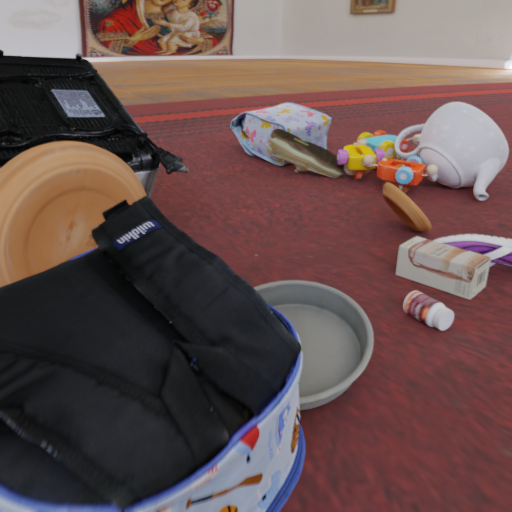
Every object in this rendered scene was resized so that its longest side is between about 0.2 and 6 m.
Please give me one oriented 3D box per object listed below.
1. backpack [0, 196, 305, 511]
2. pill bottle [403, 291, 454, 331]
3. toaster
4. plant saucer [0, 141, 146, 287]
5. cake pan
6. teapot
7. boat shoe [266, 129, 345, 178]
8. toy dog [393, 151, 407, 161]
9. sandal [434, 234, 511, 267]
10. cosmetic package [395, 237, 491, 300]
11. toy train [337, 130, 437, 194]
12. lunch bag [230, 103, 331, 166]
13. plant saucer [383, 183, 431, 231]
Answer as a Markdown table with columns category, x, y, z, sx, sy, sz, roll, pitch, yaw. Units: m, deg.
| category | x | y | z | sx | sy | sz | roll | pitch | yaw |
| --- | --- | --- | --- | --- | --- | --- | --- | --- | --- |
| backpack | -0.949 | 1.046 | 3.770 | 2.483 | 2.008 | 2.607 | 14 | 38 | 40 |
| pill bottle | 2.058 | 0.658 | 6.694 | 0.313 | 0.313 | 0.547 | -14 | 27 | -29 |
| toaster | -3.206 | -1.335 | 7.928 | 3.020 | 1.982 | 3.340 | -13 | 49 | -36 |
| plant saucer | -2.069 | -0.188 | 6.320 | 0.348 | 2.155 | 2.155 | 22 | 32 | 39 |
| cake pan | 0.345 | 0.900 | 5.707 | 1.660 | 0.304 | 1.660 | -4 | 38 | 3 |
| teapot | 4.026 | -2.105 | 11.566 | 1.426 | 1.927 | 1.952 | -43 | 4 | -3 |
| boat shoe | 1.095 | -2.175 | 12.673 | 1.854 | 0.706 | 0.664 | 31 | 37 | 10 |
| toy dog | 3.533 | -2.513 | 13.828 | 0.382 | 0.370 | 0.267 | -19 | 17 | -24 |
| sandal | 3.290 | 0.027 | 7.937 | 1.713 | 0.697 | 0.421 | 5 | 64 | 10 |
| cosmetic package | 2.541 | 0.142 | 7.658 | 1.091 | 0.476 | 0.564 | 19 | 30 | 37 |
| toy train | 2.952 | -2.011 | 12.263 | 2.136 | 0.791 | 2.844 | 11 | 29 | 21 |
| lunch bag | 0.592 | -3.135 | 14.153 | 1.695 | 1.270 | 1.998 | -23 | 43 | -39 |
| plant saucer | 2.454 | -0.771 | 9.269 | 0.196 | 1.050 | 1.050 | -44 | 28 | 5 |
